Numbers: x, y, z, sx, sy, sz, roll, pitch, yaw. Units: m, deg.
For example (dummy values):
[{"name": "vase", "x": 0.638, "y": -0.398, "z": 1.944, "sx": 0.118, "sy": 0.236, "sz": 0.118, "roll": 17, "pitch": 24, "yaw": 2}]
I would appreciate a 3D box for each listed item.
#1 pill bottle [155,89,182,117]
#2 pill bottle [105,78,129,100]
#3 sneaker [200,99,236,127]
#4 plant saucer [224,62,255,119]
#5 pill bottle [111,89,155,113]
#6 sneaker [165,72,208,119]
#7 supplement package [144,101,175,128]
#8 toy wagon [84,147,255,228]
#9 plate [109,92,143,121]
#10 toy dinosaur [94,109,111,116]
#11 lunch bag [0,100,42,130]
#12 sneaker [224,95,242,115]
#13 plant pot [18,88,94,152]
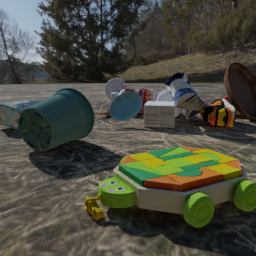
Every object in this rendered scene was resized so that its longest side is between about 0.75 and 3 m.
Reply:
[{"name": "pill bottle", "x": 1.901, "y": -1.205, "z": 13.311, "sx": 1.237, "sy": 1.237, "sz": 2.204, "roll": 1, "pitch": 11, "yaw": 5}, {"name": "pill bottle", "x": -0.454, "y": -1.900, "z": 15.755, "sx": 1.242, "sy": 1.242, "sz": 2.199, "roll": 2, "pitch": -8, "yaw": 11}, {"name": "sneaker", "x": 3.478, "y": -0.684, "z": 11.446, "sx": 1.192, "sy": 0.926, "sz": 2.649, "roll": 3, "pitch": 14, "yaw": 2}, {"name": "plant saucer", "x": 5.201, "y": -1.619, "z": 12.610, "sx": 2.809, "sy": 2.809, "sz": 0.484, "roll": -10, "pitch": -14, "yaw": -39}, {"name": "pill bottle", "x": 0.259, "y": -1.343, "z": 14.036, "sx": 2.134, "sy": 1.205, "sz": 1.205, "roll": 0, "pitch": 11, "yaw": 6}, {"name": "sneaker", "x": 2.336, "y": -1.433, "z": 11.375, "sx": 1.070, "sy": 1.529, "sz": 2.647, "roll": -29, "pitch": -24, "yaw": 17}, {"name": "supplement package", "x": 1.268, "y": -0.576, "z": 11.147, "sx": 1.179, "sy": 0.840, "sz": 1.514, "roll": 2, "pitch": 11, "yaw": 8}, {"name": "toy wagon", "x": 0.638, "y": 0.877, "z": 4.705, "sx": 2.801, "sy": 0.554, "sz": 2.173, "roll": -6, "pitch": 13, "yaw": -27}, {"name": "plate", "x": -0.068, "y": -0.827, "z": 10.980, "sx": 1.388, "sy": 1.388, "sz": 0.177, "roll": 6, "pitch": -28, "yaw": 28}, {"name": "toy dinosaur", "x": -0.925, "y": -0.703, "z": 13.128, "sx": 0.863, "sy": 0.491, "sz": 1.625, "roll": -21, "pitch": -4, "yaw": 26}, {"name": "lunch bag", "x": -3.743, "y": -0.501, "z": 10.430, "sx": 1.639, "sy": 0.999, "sz": 1.396, "roll": 11, "pitch": 16, "yaw": 29}, {"name": "sneaker", "x": 4.644, "y": -1.322, "z": 13.474, "sx": 2.375, "sy": 1.372, "sz": 0.931, "roll": -4, "pitch": 12, "yaw": -18}, {"name": "plant pot", "x": -2.049, "y": -0.176, "z": 7.811, "sx": 1.613, "sy": 1.613, "sz": 1.579, "roll": 6, "pitch": 21, "yaw": 27}]
